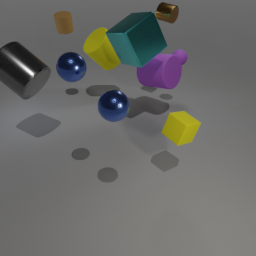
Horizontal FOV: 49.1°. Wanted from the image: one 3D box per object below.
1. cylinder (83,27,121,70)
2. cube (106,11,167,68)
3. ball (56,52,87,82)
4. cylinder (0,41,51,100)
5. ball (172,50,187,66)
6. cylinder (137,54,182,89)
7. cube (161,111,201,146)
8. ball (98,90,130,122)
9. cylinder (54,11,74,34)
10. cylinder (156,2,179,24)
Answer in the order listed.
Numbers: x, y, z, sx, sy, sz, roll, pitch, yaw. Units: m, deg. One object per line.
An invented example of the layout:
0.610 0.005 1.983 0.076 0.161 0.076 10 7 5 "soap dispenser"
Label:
-1.085 -3.625 12.924 1.400 1.400 1.400 -21 52 30 "cylinder"
0.311 -3.248 10.276 1.400 1.400 1.400 -41 35 -15 "cube"
-1.322 -1.421 6.553 0.700 0.700 0.700 0 31 0 "ball"
-3.583 -1.913 9.410 1.400 1.400 1.400 39 37 -1 "cylinder"
2.271 -3.106 12.390 0.700 0.700 0.700 0 31 0 "ball"
1.322 -2.411 11.865 1.400 1.400 1.400 15 33 40 "cylinder"
1.538 -0.004 8.146 0.700 0.700 0.700 -9 39 -42 "cube"
-0.310 -0.479 6.084 0.700 0.700 0.700 0 31 0 "ball"
-2.640 -4.339 11.530 0.700 0.700 0.700 -1 43 1 "cylinder"
1.625 -4.748 11.550 0.700 0.700 0.700 29 41 27 "cylinder"
